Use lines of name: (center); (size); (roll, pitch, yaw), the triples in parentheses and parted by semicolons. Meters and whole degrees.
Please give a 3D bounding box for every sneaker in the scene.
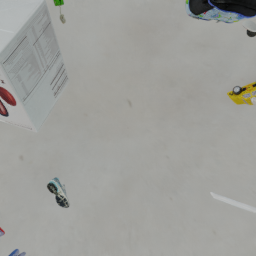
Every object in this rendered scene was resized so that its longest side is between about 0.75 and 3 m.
sneaker: (-1.602, 1.556, 6.785); (0.320, 0.356, 0.824); (-17, 109, 24)
sneaker: (3.672, -2.954, 8.432); (0.899, 0.446, 0.318); (5, 81, -25)

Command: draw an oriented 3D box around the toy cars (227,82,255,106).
toy cars: (4.042, -0.887, 7.470); (2.615, 1.172, 0.579); (-2, 65, -1)

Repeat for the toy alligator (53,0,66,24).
toy alligator: (-1.838, -3.574, 7.321); (0.464, 1.566, 0.425); (9, 38, 42)

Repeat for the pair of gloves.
pair of gloves: (-2.476, 2.453, 5.656); (1.828, 1.469, 0.208); (42, 76, 3)

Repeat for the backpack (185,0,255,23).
backpack: (2.297, -3.337, 6.717); (1.728, 1.270, 1.581); (4, 94, -25)

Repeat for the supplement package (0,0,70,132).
supplement package: (-3.161, -1.629, 6.759); (2.509, 2.624, 1.930); (16, 60, 12)

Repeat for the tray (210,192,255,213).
tray: (2.317, 1.637, 6.124); (1.065, 0.572, 0.118); (17, 81, 19)
